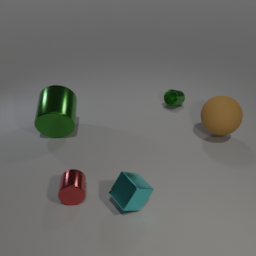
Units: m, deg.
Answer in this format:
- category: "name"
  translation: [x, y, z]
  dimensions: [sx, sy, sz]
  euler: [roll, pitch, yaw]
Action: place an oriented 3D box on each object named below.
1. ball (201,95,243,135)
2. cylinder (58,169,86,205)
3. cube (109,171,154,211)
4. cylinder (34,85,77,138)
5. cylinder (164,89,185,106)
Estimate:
- category: "ball"
  translation: [3.270, -0.440, 9.820]
  dimensions: [1.400, 1.400, 1.400]
  euler: [0, 31, 0]
- category: "cylinder"
  translation: [-1.499, 1.597, 7.582]
  dimensions: [0.700, 0.700, 0.700]
  euler: [-3, 31, -5]
- category: "cube"
  translation: [0.082, 1.617, 7.177]
  dimensions: [0.700, 0.700, 0.700]
  euler: [18, 17, -47]
- category: "cylinder"
  translation: [-2.603, -0.596, 10.231]
  dimensions: [1.400, 1.400, 1.400]
  euler: [-2, 51, -3]
- category: "cylinder"
  translation: [2.047, -1.336, 12.357]
  dimensions: [0.700, 0.700, 0.700]
  euler: [24, 18, 35]
